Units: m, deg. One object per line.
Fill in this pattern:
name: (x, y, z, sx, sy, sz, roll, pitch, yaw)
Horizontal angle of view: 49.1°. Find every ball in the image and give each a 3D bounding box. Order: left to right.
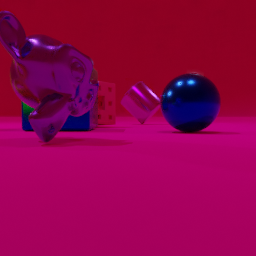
ball: (1.120, -0.452, 5.070, 1.068, 1.068, 1.068, 0, 2, 0)

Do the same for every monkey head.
monkey head: (-0.973, -0.446, 3.241, 0.987, 1.178, 1.638, 14, -36, 20)

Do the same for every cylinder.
cylinder: (0.499, -0.901, 9.994, 1.110, 1.110, 1.110, 45, 10, 7)

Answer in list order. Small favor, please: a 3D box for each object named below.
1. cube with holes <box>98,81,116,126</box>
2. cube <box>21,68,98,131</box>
cube with holes: (-1.100, -0.625, 7.460, 1.092, 1.092, 1.092, 1, -3, -43)
cube: (-1.371, -0.635, 5.934, 1.318, 1.318, 1.318, 0, 4, 1)
